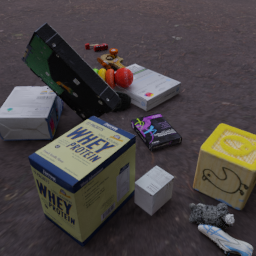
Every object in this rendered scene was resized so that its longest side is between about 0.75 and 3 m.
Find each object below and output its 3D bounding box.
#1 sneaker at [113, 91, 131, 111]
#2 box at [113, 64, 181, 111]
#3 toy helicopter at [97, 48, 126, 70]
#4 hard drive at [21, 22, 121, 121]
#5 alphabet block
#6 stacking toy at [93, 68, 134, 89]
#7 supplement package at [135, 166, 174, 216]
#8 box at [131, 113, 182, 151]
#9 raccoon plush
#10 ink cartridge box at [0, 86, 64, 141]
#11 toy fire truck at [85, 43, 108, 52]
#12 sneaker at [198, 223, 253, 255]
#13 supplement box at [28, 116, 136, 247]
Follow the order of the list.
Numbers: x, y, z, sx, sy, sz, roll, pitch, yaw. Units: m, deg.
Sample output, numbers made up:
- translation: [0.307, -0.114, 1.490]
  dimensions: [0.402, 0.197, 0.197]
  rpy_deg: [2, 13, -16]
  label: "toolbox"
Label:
- translation: [-0.862, -1.051, 10.128]
  dimensions: [1.950, 0.741, 0.885]
  rpy_deg: [-1, 21, -10]
  label: "sneaker"
- translation: [0.496, -1.712, 11.158]
  dimensions: [1.976, 0.522, 2.535]
  rpy_deg: [-30, 45, -34]
  label: "box"
- translation: [-0.629, -2.925, 12.757]
  dimensions: [1.166, 0.696, 1.764]
  rpy_deg: [-23, 49, -32]
  label: "toy helicopter"
- translation: [-1.746, -1.468, 8.348]
  dimensions: [0.548, 2.897, 2.024]
  rpy_deg: [-54, 17, -27]
  label: "hard drive"
- translation: [2.497, 0.903, 6.811]
  dimensions: [1.315, 1.347, 1.322]
  rpy_deg: [21, 41, 28]
  label: "alphabet block"
- translation: [-1.133, -1.807, 10.420]
  dimensions: [2.679, 1.144, 1.144]
  rpy_deg: [-5, 35, 9]
  label: "stacking toy"
- translation: [0.608, 1.458, 6.572]
  dimensions: [0.563, 0.732, 0.766]
  rpy_deg: [30, 45, 35]
  label: "supplement package"
- translation: [0.870, 0.089, 8.875]
  dimensions: [1.068, 0.270, 1.494]
  rpy_deg: [-15, 39, -19]
  label: "box"
- translation: [1.714, 1.793, 5.928]
  dimensions: [0.769, 1.147, 0.555]
  rpy_deg: [5, 65, 7]
  label: "raccoon plush"
- translation: [-3.117, -0.655, 9.341]
  dimensions: [1.635, 0.915, 2.396]
  rpy_deg: [0, 38, 0]
  label: "ink cartridge box"
- translation: [-1.688, -4.375, 15.072]
  dimensions: [1.082, 0.264, 0.763]
  rpy_deg: [-17, 39, -23]
  label: "toy fire truck"
- translation: [1.926, 2.314, 5.711]
  dimensions: [1.143, 0.411, 0.414]
  rpy_deg: [20, 68, 37]
  label: "sneaker"
- translation: [-0.859, 1.084, 6.115]
  dimensions: [1.252, 1.864, 1.866]
  rpy_deg: [24, 42, 30]
  label: "supplement box"
